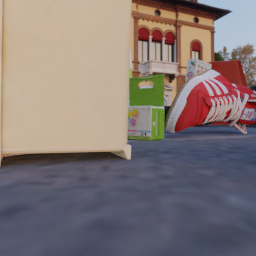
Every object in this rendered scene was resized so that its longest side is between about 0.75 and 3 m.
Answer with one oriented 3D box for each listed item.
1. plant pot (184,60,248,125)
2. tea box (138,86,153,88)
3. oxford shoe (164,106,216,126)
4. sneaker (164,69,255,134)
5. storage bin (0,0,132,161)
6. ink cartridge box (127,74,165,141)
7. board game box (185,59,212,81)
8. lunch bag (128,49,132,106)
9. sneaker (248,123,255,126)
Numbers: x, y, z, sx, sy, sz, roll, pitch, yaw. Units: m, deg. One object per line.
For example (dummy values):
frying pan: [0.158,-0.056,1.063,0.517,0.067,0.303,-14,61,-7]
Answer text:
plant pot: [3.640,-1.381,11.578,2.779,2.451,2.782,1,3,23]
tea box: [-0.061,-0.911,11.591,2.149,1.459,2.184,-1,3,1]
oxford shoe: [2.091,-0.504,9.805,2.414,0.877,1.019,2,2,36]
sneaker: [1.684,-0.334,5.119,1.386,0.878,2.465,33,38,17]
storage bin: [-0.876,-1.015,3.261,1.176,2.510,2.492,0,2,-21]
ink cartridge box: [0.175,-0.337,4.489,0.757,1.024,0.388,2,4,40]
board game box: [2.525,-1.755,10.133,0.952,1.290,0.415,5,4,-41]
lunch bag: [-0.704,-1.195,6.895,1.891,2.524,2.968,-1,4,-16]
sneaker: [4.304,-0.478,8.422,1.186,1.087,2.832,-3,-7,-21]
